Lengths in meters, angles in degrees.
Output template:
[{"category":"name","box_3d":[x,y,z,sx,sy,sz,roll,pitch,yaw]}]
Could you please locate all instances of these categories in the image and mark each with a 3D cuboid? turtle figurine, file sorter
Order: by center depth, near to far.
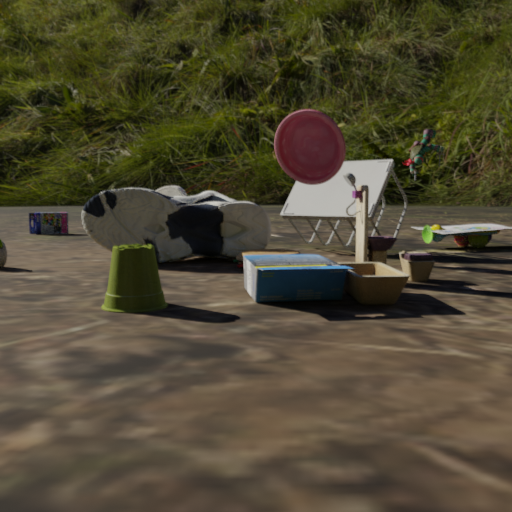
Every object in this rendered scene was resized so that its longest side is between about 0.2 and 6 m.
[{"category":"turtle figurine","box_3d":[3.186,-1.953,10.698,0.777,0.523,1.039,-31,28,42]},{"category":"file sorter","box_3d":[1.884,-1.013,11.753,2.087,1.448,1.299,5,-33,38]}]

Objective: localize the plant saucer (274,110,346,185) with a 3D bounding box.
[{"category":"plant saucer","box_3d":[1.009,-1.994,10.222,1.373,1.373,0.348,4,26,30]}]

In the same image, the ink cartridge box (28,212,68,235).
[{"category":"ink cartridge box","box_3d":[-6.066,-0.949,16.387,1.083,0.646,0.227,-2,8,-20]}]

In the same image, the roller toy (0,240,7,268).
[{"category":"roller toy","box_3d":[-4.333,-0.021,9.170,0.355,0.508,0.464,-4,-2,-45]}]

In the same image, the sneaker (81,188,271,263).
[{"category":"sneaker","box_3d":[-1.438,-0.599,10.675,3.324,1.327,2.163,-3,3,-3]}]

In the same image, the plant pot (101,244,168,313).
[{"category":"plant pot","box_3d":[-1.325,0.222,6.108,0.718,0.682,0.718,1,6,0]}]

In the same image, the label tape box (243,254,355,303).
[{"category":"label tape box","box_3d":[0.444,0.278,6.570,1.036,0.455,1.436,-1,7,-8]}]

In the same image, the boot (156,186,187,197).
[{"category":"boot","box_3d":[-1.950,-0.807,11.840,2.051,0.746,0.927,-32,-16,34]}]

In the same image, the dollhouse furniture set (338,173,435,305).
[{"category":"dollhouse furniture set","box_3d":[1.682,-0.299,6.986,1.682,1.507,2.123,0,7,-3]}]

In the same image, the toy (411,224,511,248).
[{"category":"toy","box_3d":[4.743,-0.437,12.566,2.185,0.516,1.258,0,9,-17]}]

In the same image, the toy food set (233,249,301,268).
[{"category":"toy food set","box_3d":[0.202,0.069,9.172,1.155,0.281,1.144,4,7,29]}]
